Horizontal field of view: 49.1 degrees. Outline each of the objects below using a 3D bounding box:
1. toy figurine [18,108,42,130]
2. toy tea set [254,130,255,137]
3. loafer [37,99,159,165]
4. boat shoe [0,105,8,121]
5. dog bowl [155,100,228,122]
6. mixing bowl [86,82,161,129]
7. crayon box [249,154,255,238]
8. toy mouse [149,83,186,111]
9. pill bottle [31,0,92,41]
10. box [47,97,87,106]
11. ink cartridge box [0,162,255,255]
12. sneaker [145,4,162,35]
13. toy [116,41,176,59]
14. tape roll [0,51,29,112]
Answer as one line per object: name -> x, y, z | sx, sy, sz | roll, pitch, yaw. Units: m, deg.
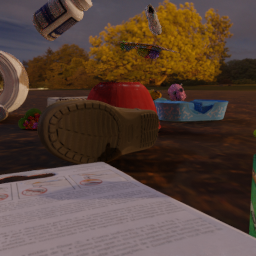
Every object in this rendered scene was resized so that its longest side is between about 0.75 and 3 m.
toy figurine -> -2.772, -0.167, 8.452 | 0.827, 0.621, 0.761 | -33, 37, -33
toy tea set -> 3.537, 0.152, 4.558 | 2.865, 1.060, 1.704 | -6, 11, -31
loafer -> -0.524, 0.055, 5.370 | 1.009, 1.137, 2.991 | 6, 1, 38
boat shoe -> -5.122, -0.614, 10.296 | 1.936, 0.712, 0.633 | 4, 14, 18
dog bowl -> 2.422, -0.691, 10.761 | 2.874, 0.712, 1.602 | -2, 10, -15
mixing bowl -> -0.259, -0.745, 8.929 | 2.664, 1.443, 2.664 | 1, 9, 0
crayon box -> 1.249, 0.617, 2.285 | 0.529, 0.890, 0.259 | -8, 11, -38
toy mouse -> 1.670, -1.338, 12.468 | 2.971, 0.575, 2.640 | -31, 28, -19
pill bottle -> -2.134, -3.793, 9.183 | 1.863, 1.035, 1.035 | -29, 0, 18
box -> -1.738, -0.771, 10.794 | 2.487, 0.850, 1.022 | -7, 12, -36
ink cartridge box -> -0.728, 0.875, 1.931 | 2.279, 0.800, 2.805 | -4, 0, -24
sneaker -> 0.974, -4.237, 10.935 | 0.464, 1.237, 0.536 | -24, 4, 2
toy -> 0.661, -3.177, 11.560 | 2.328, 0.549, 1.340 | 23, 17, 33
tape roll -> -5.712, -1.903, 11.803 | 2.786, 2.786, 0.974 | 0, 10, 3
